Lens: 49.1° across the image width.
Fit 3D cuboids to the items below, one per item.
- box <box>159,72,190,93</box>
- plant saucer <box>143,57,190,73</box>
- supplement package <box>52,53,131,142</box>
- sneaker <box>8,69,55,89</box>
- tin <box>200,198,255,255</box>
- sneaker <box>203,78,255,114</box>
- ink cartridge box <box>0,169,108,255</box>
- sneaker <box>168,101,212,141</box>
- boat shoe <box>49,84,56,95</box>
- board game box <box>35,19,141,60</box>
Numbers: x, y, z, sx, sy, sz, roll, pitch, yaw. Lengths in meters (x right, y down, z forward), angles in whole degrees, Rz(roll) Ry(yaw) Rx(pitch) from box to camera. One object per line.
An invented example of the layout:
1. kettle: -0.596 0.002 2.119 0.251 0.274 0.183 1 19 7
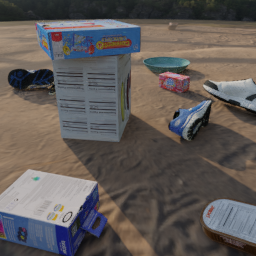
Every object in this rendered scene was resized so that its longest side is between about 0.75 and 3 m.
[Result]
1. box: 2.036 -2.031 12.362 0.643 0.593 1.254 -23 34 -39
2. plant saucer: 2.101 -3.447 15.438 2.560 0.460 2.560 0 27 0
3. supplement package: -0.925 -1.228 8.570 1.816 2.470 2.362 4 27 8
4. sneaker: -4.203 -2.124 12.490 2.467 0.934 0.950 5 1 15
5. tin: 1.930 1.623 4.728 1.470 0.308 0.823 5 35 43
6. sneaker: 3.958 -1.321 10.087 2.654 1.062 0.978 30 10 39
7. ink cartridge box: -1.310 1.475 5.023 1.833 0.700 1.251 6 26 16
8. sneaker: 1.948 -0.394 8.733 0.957 0.843 2.146 20 32 30
9. boat shoe: -3.128 -1.731 12.084 0.353 0.298 0.991 4 26 8
10. board game box: -1.140 -2.439 7.483 2.275 0.636 2.228 -11 28 -20
